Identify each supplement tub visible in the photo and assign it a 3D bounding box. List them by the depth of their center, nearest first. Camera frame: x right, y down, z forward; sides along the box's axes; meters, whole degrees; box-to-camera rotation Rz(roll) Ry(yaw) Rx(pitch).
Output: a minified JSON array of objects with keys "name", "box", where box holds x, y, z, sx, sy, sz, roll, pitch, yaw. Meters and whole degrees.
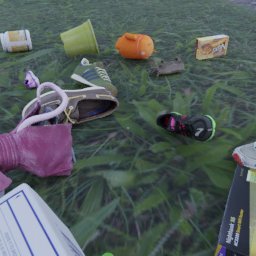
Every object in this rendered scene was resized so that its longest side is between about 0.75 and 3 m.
[{"name":"supplement tub","box":[-5.373,-4.185,13.498,1.308,0.946,0.946,-11,36,-16]}]

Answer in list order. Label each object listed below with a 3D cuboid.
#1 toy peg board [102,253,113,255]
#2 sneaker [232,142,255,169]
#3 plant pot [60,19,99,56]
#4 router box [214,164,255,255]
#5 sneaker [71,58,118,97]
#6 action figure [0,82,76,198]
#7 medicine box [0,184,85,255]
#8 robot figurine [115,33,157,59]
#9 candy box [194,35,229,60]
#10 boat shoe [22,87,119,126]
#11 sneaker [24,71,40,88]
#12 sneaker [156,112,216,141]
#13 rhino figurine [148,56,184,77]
[{"name":"toy peg board","box":[-0.206,2.577,3.694,1.528,0.747,1.522,23,40,30]},{"name":"sneaker","box":[3.601,0.386,6.687,2.484,1.020,0.967,-12,36,-16]},{"name":"plant pot","box":[-2.133,-3.778,12.185,1.379,1.500,1.500,-17,36,-5]},{"name":"router box","box":[2.653,1.734,5.036,1.760,0.585,2.239,15,35,21]},{"name":"sneaker","box":[-1.101,-1.866,9.875,2.183,0.980,0.732,27,1,35]},{"name":"action figure","box":[-2.426,0.505,5.676,1.989,2.211,2.970,35,33,32]},{"name":"medicine box","box":[-1.487,2.380,2.873,2.644,1.361,2.408,-36,45,-17]},{"name":"robot figurine","box":[0.338,-3.579,12.311,1.790,1.287,1.044,13,36,28]},{"name":"candy box","box":[3.836,-3.714,12.856,1.535,0.886,0.424,-15,37,-20]},{"name":"boat shoe","box":[-1.583,-0.561,8.154,2.782,0.999,0.828,-16,33,-31]},{"name":"sneaker","box":[-3.690,-1.790,10.472,0.472,0.429,1.068,-27,43,-23]},{"name":"sneaker","box":[1.442,-0.034,7.255,0.774,0.709,1.848,-4,8,-35]},{"name":"rhino figurine","box":[1.536,-2.424,11.302,1.652,0.494,0.722,-18,48,-20]}]
